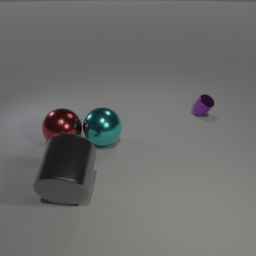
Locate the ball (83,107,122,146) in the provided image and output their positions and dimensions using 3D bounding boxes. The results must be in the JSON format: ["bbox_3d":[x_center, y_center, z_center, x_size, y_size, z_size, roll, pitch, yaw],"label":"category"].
[{"bbox_3d":[-0.918,-0.046,10.070,1.400,1.400,1.400,0,28,0],"label":"ball"}]

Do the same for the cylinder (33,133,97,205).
[{"bbox_3d":[-1.625,1.099,7.456,1.400,1.400,1.400,2,50,4],"label":"cylinder"}]

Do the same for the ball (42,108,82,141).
[{"bbox_3d":[-2.335,-0.003,9.977,1.400,1.400,1.400,0,28,0],"label":"ball"}]

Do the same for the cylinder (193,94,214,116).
[{"bbox_3d":[3.301,-0.998,12.268,0.700,0.700,0.700,8,57,-13],"label":"cylinder"}]
